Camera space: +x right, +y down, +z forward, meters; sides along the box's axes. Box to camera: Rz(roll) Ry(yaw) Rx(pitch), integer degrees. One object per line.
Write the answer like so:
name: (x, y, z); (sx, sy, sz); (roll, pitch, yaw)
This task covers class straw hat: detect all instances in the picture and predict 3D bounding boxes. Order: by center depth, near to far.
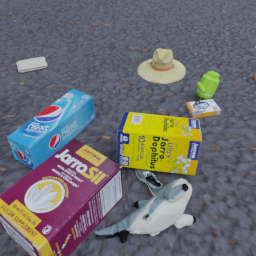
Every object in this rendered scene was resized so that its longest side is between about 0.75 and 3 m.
straw hat: (1.432, -2.805, 11.605); (2.170, 0.918, 2.170); (1, 42, 0)

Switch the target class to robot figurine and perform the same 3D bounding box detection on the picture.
robot figurine: (2.845, -1.490, 9.972); (0.607, 1.048, 0.920); (34, 33, 27)

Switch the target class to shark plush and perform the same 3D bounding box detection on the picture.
shark plush: (0.498, 2.048, 6.587); (2.508, 1.139, 1.045); (-34, 28, -7)

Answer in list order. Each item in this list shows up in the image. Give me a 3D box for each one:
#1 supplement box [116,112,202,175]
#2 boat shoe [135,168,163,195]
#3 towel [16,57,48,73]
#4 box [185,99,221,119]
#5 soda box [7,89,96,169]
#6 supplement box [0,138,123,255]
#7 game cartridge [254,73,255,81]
supplement box: (0.821, 0.394, 7.651); (2.122, 1.155, 1.162); (6, 29, 6)
boat shoe: (0.566, 1.297, 7.409); (0.411, 0.349, 1.129); (-20, 45, -21)
towel: (-4.125, -2.715, 12.040); (1.231, 0.212, 0.816); (-15, 45, -17)
box: (2.662, -0.686, 9.735); (1.145, 0.237, 0.681); (-10, 42, -9)
soda box: (-2.171, -0.051, 8.478); (0.884, 0.934, 2.754); (22, 47, 23)
supplement box: (-1.453, 1.629, 6.346); (1.602, 1.263, 2.447); (26, 48, 26)
game cartridge: (6.085, -1.731, 10.859); (1.848, 0.300, 1.629); (-5, 42, -7)
